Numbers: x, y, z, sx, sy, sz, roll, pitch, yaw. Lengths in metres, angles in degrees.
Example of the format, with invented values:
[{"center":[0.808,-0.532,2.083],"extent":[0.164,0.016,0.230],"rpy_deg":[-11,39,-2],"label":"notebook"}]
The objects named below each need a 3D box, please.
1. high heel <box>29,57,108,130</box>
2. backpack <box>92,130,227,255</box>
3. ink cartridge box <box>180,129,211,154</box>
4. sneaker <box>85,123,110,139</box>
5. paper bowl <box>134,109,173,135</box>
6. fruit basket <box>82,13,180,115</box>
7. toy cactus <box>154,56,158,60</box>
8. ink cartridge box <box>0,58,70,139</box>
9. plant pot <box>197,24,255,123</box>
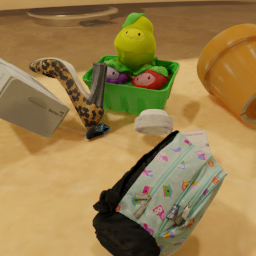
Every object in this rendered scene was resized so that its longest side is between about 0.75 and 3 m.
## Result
[{"center":[-2.031,-1.069,8.681],"extent":[2.860,2.039,1.021],"rpy_deg":[10,5,21],"label":"high heel"},{"center":[0.573,1.227,4.860],"extent":[1.481,1.953,2.340],"rpy_deg":[40,64,13],"label":"backpack"},{"center":[1.639,0.586,6.941],"extent":[0.723,0.409,0.987],"rpy_deg":[-6,67,-5],"label":"ink cartridge box"},{"center":[-0.891,0.096,8.222],"extent":[0.345,0.308,0.842],"rpy_deg":[19,38,35],"label":"sneaker"},{"center":[0.728,-0.173,7.897],"extent":[1.084,1.084,0.564],"rpy_deg":[1,77,1],"label":"paper bowl"},{"center":[0.161,-2.055,9.050],"extent":[3.057,3.057,2.205],"rpy_deg":[12,42,18],"label":"fruit basket"},{"center":[0.975,-2.037,10.639],"extent":[0.703,1.374,1.134],"rpy_deg":[-13,23,5],"label":"toy cactus"},{"center":[-3.340,-1.052,8.320],"extent":[2.799,1.163,2.052],"rpy_deg":[36,2,42],"label":"ink cartridge box"},{"center":[3.888,-1.560,9.037],"extent":[2.614,2.614,2.393],"rpy_deg":[-7,49,-10],"label":"plant pot"}]
